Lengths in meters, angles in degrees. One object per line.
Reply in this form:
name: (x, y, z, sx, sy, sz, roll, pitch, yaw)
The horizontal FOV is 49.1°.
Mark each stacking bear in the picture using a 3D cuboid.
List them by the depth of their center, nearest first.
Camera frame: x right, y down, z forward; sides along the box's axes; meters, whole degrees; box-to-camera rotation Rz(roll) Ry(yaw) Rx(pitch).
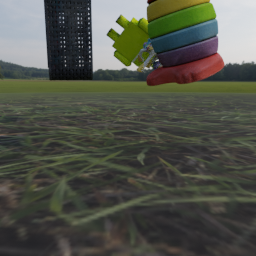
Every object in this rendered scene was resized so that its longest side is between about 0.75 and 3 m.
stacking bear: (1.031, -2.517, 6.028, 1.612, 2.834, 1.721, -26, 18, -27)

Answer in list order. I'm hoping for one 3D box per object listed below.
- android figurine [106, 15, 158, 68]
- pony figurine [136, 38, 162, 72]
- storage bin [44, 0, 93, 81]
android figurine: (0.339, -3.267, 10.964, 2.139, 2.350, 0.483, -38, 20, 44)
pony figurine: (1.188, -2.801, 10.219, 1.624, 1.682, 1.401, 2, 43, -30)
storage bin: (-1.479, -2.354, 6.977, 1.061, 2.262, 1.529, -3, 14, -12)
